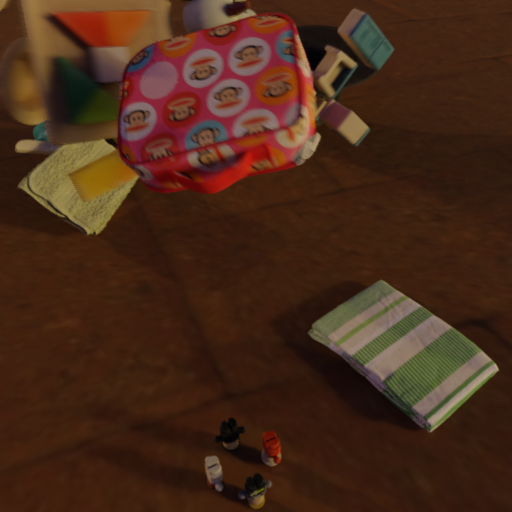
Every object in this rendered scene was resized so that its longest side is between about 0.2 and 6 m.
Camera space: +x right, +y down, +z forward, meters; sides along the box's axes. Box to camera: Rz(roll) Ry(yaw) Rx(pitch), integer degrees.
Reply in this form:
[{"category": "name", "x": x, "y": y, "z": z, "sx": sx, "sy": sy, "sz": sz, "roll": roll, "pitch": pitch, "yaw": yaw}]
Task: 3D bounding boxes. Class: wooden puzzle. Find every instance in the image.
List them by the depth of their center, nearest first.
[{"category": "wooden puzzle", "x": -1.813, "y": -2.368, "z": 7.103, "sx": 2.064, "sy": 3.060, "sz": 0.358, "roll": -24, "pitch": 26, "yaw": -28}]

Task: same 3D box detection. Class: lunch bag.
[{"category": "lunch bag", "x": -0.431, "y": -1.521, "z": 6.044, "sx": 2.122, "sy": 0.869, "sz": 1.869, "roll": -9, "pitch": 64, "yaw": 13}]

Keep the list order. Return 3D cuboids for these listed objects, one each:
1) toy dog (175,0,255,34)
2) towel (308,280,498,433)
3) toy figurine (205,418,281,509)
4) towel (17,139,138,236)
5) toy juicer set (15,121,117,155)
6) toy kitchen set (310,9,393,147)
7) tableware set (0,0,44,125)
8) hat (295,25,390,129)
[{"category": "toy dog", "x": -0.306, "y": -3.403, "z": 7.862, "sx": 1.056, "sy": 1.445, "sz": 2.192, "roll": -1, "pitch": 39, "yaw": 24}, {"category": "towel", "x": 1.934, "y": 1.226, "z": 7.455, "sx": 1.581, "sy": 0.243, "sz": 2.073, "roll": -28, "pitch": 46, "yaw": -29}, {"category": "toy figurine", "x": -0.147, "y": 2.235, "z": 6.058, "sx": 0.778, "sy": 0.541, "sz": 0.766, "roll": 13, "pitch": 48, "yaw": 13}, {"category": "towel", "x": -2.959, "y": -1.359, "z": 9.797, "sx": 1.516, "sy": 0.373, "sz": 2.044, "roll": 35, "pitch": 46, "yaw": -11}, {"category": "toy juicer set", "x": -3.518, "y": -2.399, "z": 11.428, "sx": 1.955, "sy": 0.836, "sz": 3.073, "roll": 12, "pitch": 35, "yaw": -13}, {"category": "toy kitchen set", "x": 1.245, "y": -2.015, "z": 6.598, "sx": 0.751, "sy": 1.276, "sz": 1.022, "roll": 25, "pitch": 16, "yaw": -48}, {"category": "tableware set", "x": -3.951, "y": -2.590, "z": 7.601, "sx": 0.465, "sy": 3.349, "sz": 4.009, "roll": 10, "pitch": 54, "yaw": 14}, {"category": "hat", "x": 0.842, "y": -3.574, "z": 12.073, "sx": 4.053, "sy": 1.635, "sz": 4.053, "roll": -4, "pitch": 37, "yaw": 3}]
